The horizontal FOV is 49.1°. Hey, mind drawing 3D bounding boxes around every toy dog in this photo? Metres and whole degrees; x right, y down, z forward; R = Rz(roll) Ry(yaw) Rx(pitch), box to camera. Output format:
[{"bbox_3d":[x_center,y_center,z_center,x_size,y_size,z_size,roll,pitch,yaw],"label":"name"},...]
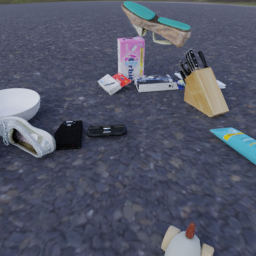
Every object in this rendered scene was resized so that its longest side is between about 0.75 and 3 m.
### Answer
[{"bbox_3d":[1.030,2.944,5.828,1.636,1.194,2.480,6,32,9],"label":"toy dog"}]

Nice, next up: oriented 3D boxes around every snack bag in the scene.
[{"bbox_3d":[3.958,-2.709,15.615,2.251,0.241,2.122,-2,31,-23],"label":"snack bag"}]

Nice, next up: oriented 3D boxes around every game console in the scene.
[{"bbox_3d":[-1.464,0.219,11.110,2.858,0.345,1.686,-4,32,-4],"label":"game console"}]

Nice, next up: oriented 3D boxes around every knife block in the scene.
[{"bbox_3d":[3.473,-2.207,12.939,0.927,2.542,2.896,-16,35,-22],"label":"knife block"}]

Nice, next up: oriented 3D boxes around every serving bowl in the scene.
[{"bbox_3d":[-5.162,-0.787,12.201,2.717,0.894,2.717,-1,31,0],"label":"serving bowl"}]

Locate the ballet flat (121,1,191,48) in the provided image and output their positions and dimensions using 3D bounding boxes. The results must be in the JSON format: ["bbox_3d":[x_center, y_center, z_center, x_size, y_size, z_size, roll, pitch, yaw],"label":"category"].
[{"bbox_3d":[0.909,-3.731,10.364,2.828,0.951,0.963,30,44,14],"label":"ballet flat"}]

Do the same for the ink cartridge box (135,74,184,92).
[{"bbox_3d":[1.724,-2.499,15.396,2.565,0.503,1.276,-4,31,-9],"label":"ink cartridge box"}]

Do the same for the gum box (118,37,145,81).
[{"bbox_3d":[0.164,-3.936,15.868,1.370,2.415,0.798,-6,32,-10],"label":"gum box"}]

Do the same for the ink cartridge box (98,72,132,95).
[{"bbox_3d":[-0.743,-2.522,15.103,1.336,0.339,1.517,-36,40,-8],"label":"ink cartridge box"}]

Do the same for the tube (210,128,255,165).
[{"bbox_3d":[4.316,0.667,10.146,1.125,0.732,2.906,0,25,-25],"label":"tube"}]

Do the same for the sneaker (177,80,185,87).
[{"bbox_3d":[3.131,-2.400,15.351,0.814,0.308,0.428,3,34,-9],"label":"sneaker"}]

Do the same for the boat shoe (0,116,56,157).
[{"bbox_3d":[-3.938,0.338,10.319,2.721,1.003,0.873,22,33,21],"label":"boat shoe"}]
